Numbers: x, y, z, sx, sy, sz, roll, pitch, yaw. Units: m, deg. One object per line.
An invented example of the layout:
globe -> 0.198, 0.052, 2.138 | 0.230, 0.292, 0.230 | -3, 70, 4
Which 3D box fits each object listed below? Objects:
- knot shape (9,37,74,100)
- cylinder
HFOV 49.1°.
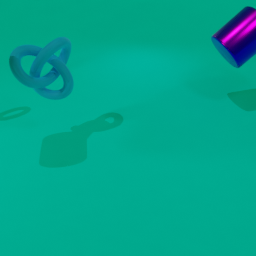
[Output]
knot shape -> -2.156, -1.518, 7.047 | 1.602, 1.711, 0.791 | -1, 24, -40
cylinder -> 3.351, -2.647, 8.253 | 1.267, 1.267, 1.267 | -41, 38, 13
